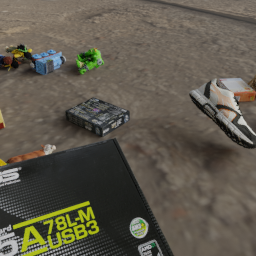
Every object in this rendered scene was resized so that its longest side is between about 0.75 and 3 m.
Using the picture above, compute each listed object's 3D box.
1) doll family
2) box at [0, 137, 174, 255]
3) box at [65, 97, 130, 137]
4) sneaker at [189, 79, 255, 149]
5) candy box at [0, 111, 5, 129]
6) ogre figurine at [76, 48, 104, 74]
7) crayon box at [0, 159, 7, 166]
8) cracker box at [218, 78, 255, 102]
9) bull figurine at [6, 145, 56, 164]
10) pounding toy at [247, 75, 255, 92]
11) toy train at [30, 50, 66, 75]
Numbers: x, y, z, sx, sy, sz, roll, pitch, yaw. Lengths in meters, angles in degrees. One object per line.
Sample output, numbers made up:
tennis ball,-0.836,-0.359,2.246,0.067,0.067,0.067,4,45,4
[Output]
doll family,-5.025,-3.087,12.281,1.443,0.979,2.496,22,43,24
box,-1.004,1.653,4.095,2.884,0.685,2.786,-13,56,-20
box,-0.907,-0.378,8.410,1.539,0.335,1.233,22,38,31
sneaker,2.620,-0.445,7.298,0.920,0.848,2.301,-38,60,3
candy box,-4.714,-0.582,8.443,1.363,0.660,2.336,-18,38,-27
ogre figurine,-1.653,-2.942,12.135,1.049,0.859,1.750,-19,17,3
crayon box,-2.502,1.374,4.771,1.397,0.472,1.619,32,55,11
cracker box,3.835,-1.367,9.969,0.848,0.365,1.266,-3,33,-4
bull figurine,-2.199,0.776,6.525,1.172,0.382,0.712,-19,40,-24
pounding toy,4.984,-1.546,10.207,0.980,0.983,1.713,37,51,5
toy train,-3.407,-2.856,12.105,0.931,0.707,1.630,26,37,21
